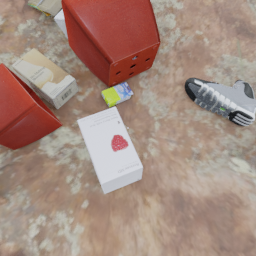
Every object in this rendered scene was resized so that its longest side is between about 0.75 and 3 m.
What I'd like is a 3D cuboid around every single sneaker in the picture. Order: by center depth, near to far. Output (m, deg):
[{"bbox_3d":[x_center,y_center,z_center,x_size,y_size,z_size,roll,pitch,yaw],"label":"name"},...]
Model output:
[{"bbox_3d":[3.278,-1.245,9.628,2.571,0.964,1.485,33,64,4],"label":"sneaker"}]

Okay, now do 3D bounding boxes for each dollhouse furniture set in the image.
[{"bbox_3d":[-2.591,-5.588,11.815,1.760,1.348,2.686,36,86,37],"label":"dollhouse furniture set"}]

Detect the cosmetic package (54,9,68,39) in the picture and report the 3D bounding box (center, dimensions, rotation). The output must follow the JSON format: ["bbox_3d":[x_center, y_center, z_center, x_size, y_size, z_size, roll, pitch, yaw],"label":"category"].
[{"bbox_3d":[-1.230,-4.638,10.771,1.594,1.146,2.826,17,64,35],"label":"cosmetic package"}]

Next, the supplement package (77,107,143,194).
[{"bbox_3d":[-0.529,0.673,8.441,1.270,1.254,2.095,-21,66,-10],"label":"supplement package"}]

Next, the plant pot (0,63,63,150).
[{"bbox_3d":[-3.565,-0.454,8.733,1.714,1.943,1.945,-42,71,-5],"label":"plant pot"}]

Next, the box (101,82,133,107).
[{"bbox_3d":[-0.367,-1.181,9.822,0.976,0.232,0.595,-25,71,-20],"label":"box"}]

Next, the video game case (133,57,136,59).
[{"bbox_3d":[-0.487,-2.973,10.641,1.478,0.173,1.344,-7,66,-4],"label":"video game case"}]

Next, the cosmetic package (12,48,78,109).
[{"bbox_3d":[-2.905,-1.755,9.875,2.121,0.754,1.116,36,70,16],"label":"cosmetic package"}]

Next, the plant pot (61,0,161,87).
[{"bbox_3d":[-0.391,-3.056,9.620,2.720,2.723,2.399,-27,80,-12],"label":"plant pot"}]
